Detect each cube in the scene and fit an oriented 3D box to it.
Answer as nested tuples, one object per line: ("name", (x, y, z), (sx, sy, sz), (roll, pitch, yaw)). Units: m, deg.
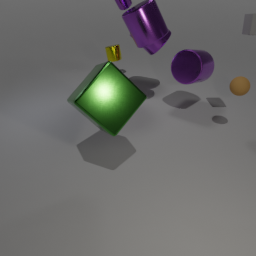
("cube", (4.475, -3.594, 9.703), (0.700, 0.700, 0.700), (0, 21, -1))
("cube", (-0.622, -0.802, 7.691), (1.400, 1.400, 1.400), (-51, 20, -7))

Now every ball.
("ball", (4.037, -1.509, 10.106), (0.700, 0.700, 0.700), (0, 31, 0))

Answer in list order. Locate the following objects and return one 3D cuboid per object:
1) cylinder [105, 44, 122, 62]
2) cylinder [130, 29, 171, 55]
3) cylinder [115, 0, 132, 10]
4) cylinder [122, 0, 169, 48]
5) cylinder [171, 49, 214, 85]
("cylinder", (-0.684, -3.568, 13.359), (0.700, 0.700, 0.700), (-10, 22, 4))
("cylinder", (1.032, -4.352, 12.918), (1.400, 1.400, 1.400), (39, 26, -17))
("cylinder", (-0.258, -6.060, 13.178), (0.700, 0.700, 0.700), (-11, 61, 20))
("cylinder", (0.678, -4.101, 10.974), (1.400, 1.400, 1.400), (-25, 26, 13))
("cylinder", (2.746, -2.599, 11.864), (1.400, 1.400, 1.400), (21, 24, 31))
